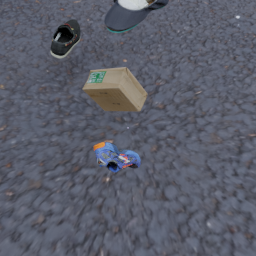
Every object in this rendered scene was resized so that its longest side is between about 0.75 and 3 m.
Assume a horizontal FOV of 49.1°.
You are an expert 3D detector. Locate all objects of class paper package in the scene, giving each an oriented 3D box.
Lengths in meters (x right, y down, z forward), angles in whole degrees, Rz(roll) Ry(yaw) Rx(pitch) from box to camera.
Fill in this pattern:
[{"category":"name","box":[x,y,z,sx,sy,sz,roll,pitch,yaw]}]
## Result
[{"category":"paper package","box":[-0.281,-0.826,6.175,1.042,0.993,0.539,4,63,35]}]

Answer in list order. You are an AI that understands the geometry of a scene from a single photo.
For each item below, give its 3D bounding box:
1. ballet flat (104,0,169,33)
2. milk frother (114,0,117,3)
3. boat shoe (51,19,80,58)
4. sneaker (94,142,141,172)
[{"category":"ballet flat","box":[0.234,-2.593,5.640,0.728,0.728,1.993,30,51,22]},{"category":"milk frother","box":[0.129,-3.872,7.944,1.180,1.132,1.254,-14,89,4]},{"category":"boat shoe","box":[-1.905,-2.954,8.847,0.675,0.578,1.845,20,48,-5]},{"category":"sneaker","box":[-0.151,0.483,4.046,0.338,0.896,0.352,-22,59,39]}]
